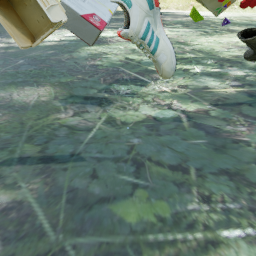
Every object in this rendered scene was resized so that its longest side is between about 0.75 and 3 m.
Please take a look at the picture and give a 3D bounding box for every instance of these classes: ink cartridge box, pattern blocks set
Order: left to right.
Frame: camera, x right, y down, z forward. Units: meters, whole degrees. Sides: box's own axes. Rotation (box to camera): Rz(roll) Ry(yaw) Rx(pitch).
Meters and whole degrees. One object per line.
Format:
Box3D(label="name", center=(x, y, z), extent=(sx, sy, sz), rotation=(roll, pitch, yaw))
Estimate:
Box3D(label="ink cartridge box", center=(-1.219, -3.810, 8.948), extent=(1.453, 0.826, 1.994), rotation=(33, 52, -14))
Box3D(label="pattern blocks set", center=(2.235, -3.266, 6.896), extent=(1.632, 1.857, 0.150), rotation=(-30, 49, 25))

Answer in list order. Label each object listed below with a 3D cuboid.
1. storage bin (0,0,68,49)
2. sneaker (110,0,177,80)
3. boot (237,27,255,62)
Box3D(label="storage bin", center=(-2.629, -3.081, 7.369), extent=(1.542, 1.531, 0.723), rotation=(-20, 23, 38))
Box3D(label="sneaker", center=(0.334, -2.180, 6.771), extent=(1.140, 2.439, 0.859), rotation=(-28, 28, -11))
Box3D(label="boot", center=(3.657, -2.433, 8.267), extent=(1.435, 0.521, 1.304), rotation=(8, -3, -34))
